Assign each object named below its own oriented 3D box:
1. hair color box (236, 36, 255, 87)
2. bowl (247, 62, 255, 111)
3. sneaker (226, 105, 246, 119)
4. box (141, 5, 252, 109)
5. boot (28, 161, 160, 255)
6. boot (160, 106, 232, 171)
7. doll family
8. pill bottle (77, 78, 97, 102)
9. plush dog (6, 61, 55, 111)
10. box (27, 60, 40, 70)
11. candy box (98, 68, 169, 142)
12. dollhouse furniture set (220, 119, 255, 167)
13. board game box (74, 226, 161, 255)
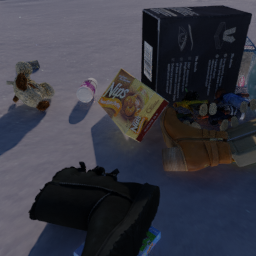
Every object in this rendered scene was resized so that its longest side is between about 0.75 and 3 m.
[{"bbox_3d":[4.356,-2.953,11.421,0.884,1.461,2.922,4,35,6],"label":"hair color box"},{"bbox_3d":[4.888,-1.294,8.319,1.190,2.274,2.274,-17,37,-33],"label":"bowl"},{"bbox_3d":[3.422,-0.674,9.012,0.557,0.360,1.026,8,37,9],"label":"sneaker"},{"bbox_3d":[2.026,-2.313,9.176,2.940,2.892,1.726,-7,33,-11],"label":"box"},{"bbox_3d":[-0.784,1.592,4.853,2.109,0.952,2.573,7,29,24],"label":"boot"},{"bbox_3d":[1.647,0.148,7.004,1.601,0.791,2.063,-9,42,13],"label":"boot"},{"bbox_3d":[2.373,-0.604,8.294,2.743,1.076,1.586,-1,15,-14],"label":"doll family"},{"bbox_3d":[-1.404,-1.374,9.861,0.575,0.575,1.024,4,33,7],"label":"pill bottle"},{"bbox_3d":[-3.227,-1.181,9.092,1.300,1.620,1.391,-44,33,-4],"label":"plush dog"},{"bbox_3d":[-4.298,-2.731,12.233,0.797,0.203,0.628,-14,37,-20],"label":"box"},{"bbox_3d":[0.046,-0.740,8.036,0.634,1.323,2.292,31,10,-34],"label":"candy box"},{"bbox_3d":[3.797,0.460,7.153,2.437,1.223,1.597,-21,20,16],"label":"dollhouse furniture set"},{"bbox_3d":[-0.162,2.081,4.985,0.963,0.233,1.273,23,40,31],"label":"board game box"}]
